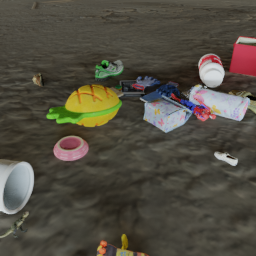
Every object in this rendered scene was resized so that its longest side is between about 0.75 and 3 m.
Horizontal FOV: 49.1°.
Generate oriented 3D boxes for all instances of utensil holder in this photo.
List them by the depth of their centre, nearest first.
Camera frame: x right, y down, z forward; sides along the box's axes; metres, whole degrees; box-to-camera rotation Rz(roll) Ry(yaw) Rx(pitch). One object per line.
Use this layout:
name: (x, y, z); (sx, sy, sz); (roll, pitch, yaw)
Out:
utensil holder: (-3.488, 1.423, 7.264); (1.554, 1.321, 1.321); (6, 34, 13)

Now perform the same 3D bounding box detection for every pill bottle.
pill bottle: (4.032, -2.761, 13.558); (1.108, 1.108, 1.973); (5, 34, 7)

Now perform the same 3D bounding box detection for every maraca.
maraca: (-1.505, -0.732, 10.097); (2.803, 1.500, 1.922); (-24, 28, -39)

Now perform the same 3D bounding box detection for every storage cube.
storage cube: (6.305, -3.759, 14.647); (1.726, 1.551, 1.475); (15, 37, 23)

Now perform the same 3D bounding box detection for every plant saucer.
plant saucer: (-1.897, 0.615, 9.316); (1.147, 0.291, 1.147); (1, 34, 0)

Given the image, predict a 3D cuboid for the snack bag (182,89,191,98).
snack bag: (3.011, -1.524, 12.637); (0.956, 0.102, 0.901); (-14, 37, -20)

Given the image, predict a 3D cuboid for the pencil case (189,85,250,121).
pencil case: (3.575, -1.029, 11.140); (2.255, 0.937, 1.023); (21, 57, 27)

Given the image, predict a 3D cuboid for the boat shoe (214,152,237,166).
boat shoe: (3.119, 0.906, 8.905); (0.269, 0.265, 0.759); (-27, 43, -34)

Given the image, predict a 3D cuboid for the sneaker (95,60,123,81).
sneaker: (-0.900, -3.073, 14.255); (0.783, 0.855, 2.007); (20, 38, 26)

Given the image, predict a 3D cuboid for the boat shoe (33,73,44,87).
boat shoe: (-4.330, -2.273, 13.485); (0.459, 0.471, 1.244); (-15, 28, -12)

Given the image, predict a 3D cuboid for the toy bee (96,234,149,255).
toy bee: (-0.286, 2.718, 5.650); (1.728, 0.939, 1.131); (-9, 36, -14)

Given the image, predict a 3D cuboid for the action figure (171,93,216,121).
action figure: (2.401, -0.853, 10.883); (2.074, 1.027, 0.677); (26, 87, 31)

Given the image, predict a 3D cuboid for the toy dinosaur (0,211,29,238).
toy dinosaur: (-2.663, 2.405, 6.686); (0.386, 0.208, 0.876); (34, 52, 20)

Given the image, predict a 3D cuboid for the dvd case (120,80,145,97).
dvd case: (0.177, -1.852, 13.055); (1.085, 0.179, 1.444); (-2, 35, -3)

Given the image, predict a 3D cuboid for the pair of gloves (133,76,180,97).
pair of gloves: (1.379, -1.926, 12.961); (2.256, 0.257, 1.814); (20, 31, 17)

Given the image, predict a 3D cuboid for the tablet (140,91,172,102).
tablet: (1.298, -1.361, 12.399); (1.377, 0.094, 0.896); (-27, 43, -34)

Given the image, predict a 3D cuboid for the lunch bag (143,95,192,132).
lunch bag: (1.515, -0.628, 10.606); (1.459, 0.928, 1.237); (-20, 40, -35)

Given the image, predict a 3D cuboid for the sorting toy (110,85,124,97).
sorting toy: (-0.784, -1.384, 12.249); (1.663, 0.281, 0.802); (-28, 43, -31)

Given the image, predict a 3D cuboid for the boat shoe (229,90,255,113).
boat shoe: (5.110, -1.168, 11.594); (0.783, 0.675, 2.147); (-16, 37, -22)
